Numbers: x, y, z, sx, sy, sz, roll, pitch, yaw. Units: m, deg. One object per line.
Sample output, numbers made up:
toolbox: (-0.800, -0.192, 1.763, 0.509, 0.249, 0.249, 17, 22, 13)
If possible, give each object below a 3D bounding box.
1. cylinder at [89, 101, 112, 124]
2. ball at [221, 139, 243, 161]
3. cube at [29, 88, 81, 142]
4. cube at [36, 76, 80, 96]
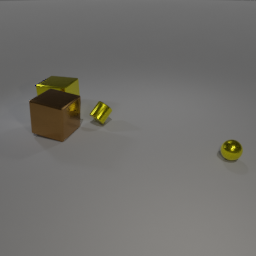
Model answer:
cylinder: (-1.119, -0.636, 11.572, 0.700, 0.700, 0.700, 26, 78, 40)
ball: (3.439, 0.728, 9.293, 0.700, 0.700, 0.700, 0, 28, 0)
cube: (-2.772, -0.532, 10.829, 1.400, 1.400, 1.400, 15, 31, 14)
cube: (-3.106, -1.450, 12.683, 1.400, 1.400, 1.400, 7, 29, 13)
